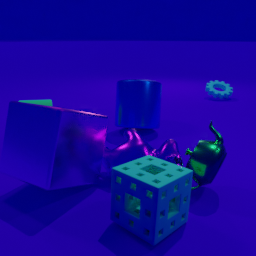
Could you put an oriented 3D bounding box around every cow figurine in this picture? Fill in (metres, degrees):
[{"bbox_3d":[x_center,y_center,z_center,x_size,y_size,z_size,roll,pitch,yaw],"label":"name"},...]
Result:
[{"bbox_3d":[0.271,0.629,5.215,1.416,0.777,1.393,-31,48,-15],"label":"cow figurine"}]

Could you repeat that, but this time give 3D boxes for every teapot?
[{"bbox_3d":[1.302,0.509,4.806,0.633,1.293,0.804,28,4,19],"label":"teapot"}]

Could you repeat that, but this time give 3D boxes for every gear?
[{"bbox_3d":[3.853,-1.632,11.856,1.092,0.202,1.092,2,42,-2],"label":"gear"}]

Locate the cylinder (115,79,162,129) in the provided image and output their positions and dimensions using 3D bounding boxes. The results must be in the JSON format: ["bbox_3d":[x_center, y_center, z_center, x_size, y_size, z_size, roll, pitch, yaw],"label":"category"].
[{"bbox_3d":[0.282,-0.633,7.738,1.251,1.251,1.251,3,2,0],"label":"cylinder"}]

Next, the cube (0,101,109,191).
[{"bbox_3d":[-1.266,0.275,4.905,1.247,1.247,1.247,9,1,32],"label":"cube"}]

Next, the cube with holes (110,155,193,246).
[{"bbox_3d":[0.329,0.970,4.024,0.815,0.815,0.815,16,19,41],"label":"cube with holes"}]

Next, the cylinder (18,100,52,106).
[{"bbox_3d":[-2.541,-0.330,7.766,0.882,0.882,0.882,-3,19,-14],"label":"cylinder"}]
